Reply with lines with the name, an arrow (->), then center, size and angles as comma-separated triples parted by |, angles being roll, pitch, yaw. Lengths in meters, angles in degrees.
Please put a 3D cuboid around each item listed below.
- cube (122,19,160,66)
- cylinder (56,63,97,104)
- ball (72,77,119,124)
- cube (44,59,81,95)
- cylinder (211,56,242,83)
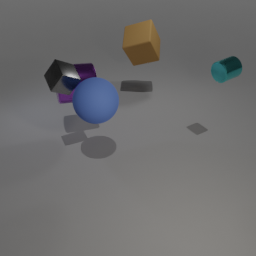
cube -> 0.683, -4.093, 13.563 | 1.400, 1.400, 1.400 | -7, 62, 23
cylinder -> -1.956, -1.663, 10.405 | 1.400, 1.400, 1.400 | -8, 32, -17
ball -> -0.973, -0.824, 8.482 | 1.400, 1.400, 1.400 | 0, 31, 0
cube -> -1.976, -1.515, 8.436 | 0.700, 0.700, 0.700 | 5, 48, -49
cylinder -> 3.185, -1.894, 9.069 | 0.700, 0.700, 0.700 | -23, 37, -21
